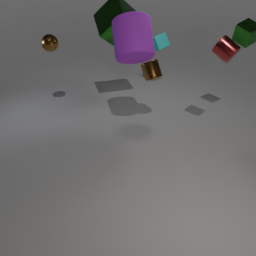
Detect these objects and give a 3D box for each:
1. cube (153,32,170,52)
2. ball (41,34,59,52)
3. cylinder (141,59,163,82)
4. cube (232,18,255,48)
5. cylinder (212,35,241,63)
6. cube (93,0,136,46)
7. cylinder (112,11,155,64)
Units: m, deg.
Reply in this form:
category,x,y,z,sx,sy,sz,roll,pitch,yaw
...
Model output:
category,x,y,z,sx,sy,sz,roll,pitch,yaw
cube,1.595,-4.397,14.394,0.700,0.700,0.700,-30,16,-19
ball,-3.227,-3.512,11.570,0.700,0.700,0.700,0,31,0
cylinder,0.920,-2.235,10.910,0.700,0.700,0.700,-18,7,2
cube,4.520,-3.613,10.652,0.700,0.700,0.700,-31,58,-19
cylinder,3.421,-2.740,9.761,0.700,0.700,0.700,45,45,10
cube,-0.409,-4.485,11.966,1.400,1.400,1.400,20,44,-47
cylinder,0.184,-3.147,9.932,1.400,1.400,1.400,-6,-4,0
